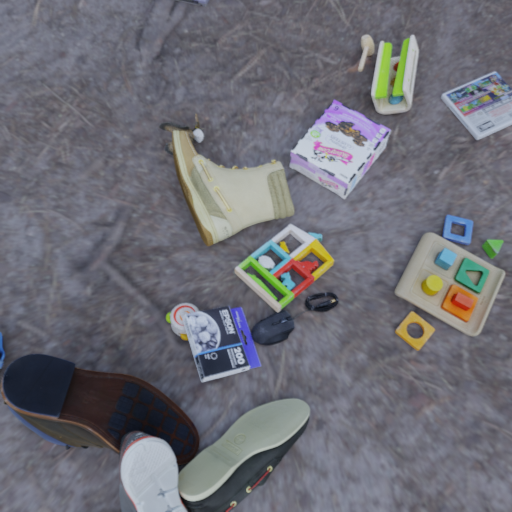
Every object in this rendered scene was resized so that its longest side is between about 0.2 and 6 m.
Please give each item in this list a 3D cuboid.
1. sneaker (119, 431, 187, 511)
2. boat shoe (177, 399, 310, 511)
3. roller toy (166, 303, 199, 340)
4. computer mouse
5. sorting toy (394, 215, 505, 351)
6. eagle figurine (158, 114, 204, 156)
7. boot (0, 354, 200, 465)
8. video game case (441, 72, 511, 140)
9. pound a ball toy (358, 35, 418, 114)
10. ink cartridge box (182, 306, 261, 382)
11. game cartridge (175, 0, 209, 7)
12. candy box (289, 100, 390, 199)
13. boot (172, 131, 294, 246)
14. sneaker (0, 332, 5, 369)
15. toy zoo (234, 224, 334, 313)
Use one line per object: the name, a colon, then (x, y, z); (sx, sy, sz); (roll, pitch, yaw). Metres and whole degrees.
sneaker: (-1.506, 3.693, 8.133); (0.974, 1.035, 2.527); (-6, 97, -28)
boat shoe: (-0.110, 3.105, 8.701); (2.429, 0.761, 0.888); (-32, 31, -27)
roller toy: (-1.230, 1.139, 9.820); (0.580, 0.405, 0.529); (41, 64, 20)
computer mouse: (0.699, 1.068, 9.923); (1.733, 0.295, 0.508); (-27, 65, -14)
sorting toy: (3.528, 0.454, 10.104); (1.617, 0.391, 2.872); (28, 68, 11)
eagle figurine: (-1.521, -2.485, 11.573); (0.832, 0.628, 0.631); (-20, 75, -21)
boot: (-2.503, 2.514, 8.899); (3.158, 1.531, 1.180); (30, 57, -17)
video game case: (4.988, -3.270, 12.145); (1.454, 0.167, 1.325); (-25, 66, -11)
pound a ball toy: (2.855, -3.997, 12.276); (1.235, 0.805, 1.894); (-1, 61, 28)
ink cartridge box: (-0.547, 1.440, 9.508); (1.159, 0.251, 1.148); (-9, 67, -29)
game cartridge: (-1.733, -6.618, 13.771); (1.352, 0.260, 0.877); (15, 69, 7)
candy box: (1.689, -2.170, 11.356); (1.373, 0.586, 1.637); (33, 68, 15)
boot: (-0.498, -1.571, 10.881); (1.939, 0.908, 2.494); (-19, 66, -9)
sneaker: (-4.520, 1.846, 9.310); (0.569, 0.511, 1.383); (-25, 61, 32)
toy zoo: (0.618, 0.118, 10.361); (1.748, 0.179, 1.147); (-38, 66, -23)
